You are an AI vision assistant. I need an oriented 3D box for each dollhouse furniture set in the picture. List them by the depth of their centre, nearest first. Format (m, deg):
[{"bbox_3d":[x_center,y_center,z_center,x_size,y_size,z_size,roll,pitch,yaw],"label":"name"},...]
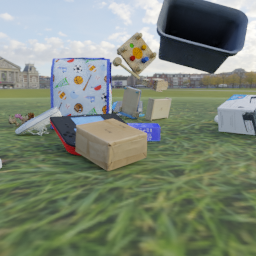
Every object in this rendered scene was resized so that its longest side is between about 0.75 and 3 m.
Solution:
[{"bbox_3d":[0.866,-1.642,14.828,2.400,2.266,1.566,21,19,36],"label":"dollhouse furniture set"}]

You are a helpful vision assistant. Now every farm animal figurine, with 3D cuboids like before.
[{"bbox_3d":[-4.420,-0.294,11.790,1.025,0.535,1.014,-9,-3,-9],"label":"farm animal figurine"}]

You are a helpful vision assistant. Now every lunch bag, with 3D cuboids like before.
[{"bbox_3d":[-1.809,-1.403,11.229,2.377,2.796,1.731,-1,9,-1],"label":"lunch bag"}]

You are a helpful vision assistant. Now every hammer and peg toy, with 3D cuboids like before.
[{"bbox_3d":[0.278,-3.672,14.813,2.517,1.851,0.887,-48,17,-25],"label":"hammer and peg toy"}]

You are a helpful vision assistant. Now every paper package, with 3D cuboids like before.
[{"bbox_3d":[-0.367,0.311,6.028,1.162,0.631,1.219,-12,24,-42],"label":"paper package"}]

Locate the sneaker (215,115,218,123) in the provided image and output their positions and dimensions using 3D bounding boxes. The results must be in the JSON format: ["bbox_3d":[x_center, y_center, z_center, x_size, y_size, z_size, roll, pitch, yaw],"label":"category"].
[{"bbox_3d":[4.639,-0.541,11.773,0.804,0.945,2.135,-8,11,-37],"label":"sneaker"}]

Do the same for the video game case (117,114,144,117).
[{"bbox_3d":[0.116,-0.754,16.219,1.367,0.122,0.978,6,9,37],"label":"video game case"}]

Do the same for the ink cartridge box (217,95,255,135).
[{"bbox_3d":[4.629,-0.483,9.923,2.326,0.979,1.682,7,27,40],"label":"ink cartridge box"}]

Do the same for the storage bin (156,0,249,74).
[{"bbox_3d":[2.262,-3.053,9.379,2.702,1.967,1.815,16,-19,2],"label":"storage bin"}]

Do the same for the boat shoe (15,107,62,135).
[{"bbox_3d":[-3.019,-0.057,9.722,1.657,0.706,0.612,-30,18,-6],"label":"boat shoe"}]

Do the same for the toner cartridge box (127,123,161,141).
[{"bbox_3d":[-0.050,0.118,8.871,2.076,0.448,0.986,1,7,1],"label":"toner cartridge box"}]

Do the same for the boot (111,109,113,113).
[{"bbox_3d":[-2.108,-1.002,15.541,2.414,0.874,1.741,11,10,15],"label":"boot"}]

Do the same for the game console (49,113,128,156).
[{"bbox_3d":[-0.870,0.057,7.553,2.088,0.324,1.847,-4,32,-31],"label":"game console"}]

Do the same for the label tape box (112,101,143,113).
[{"bbox_3d":[-0.383,-1.277,17.312,2.279,0.721,1.644,-1,2,-11],"label":"label tape box"}]

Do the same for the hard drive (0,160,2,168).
[{"bbox_3d":[-3.345,0.661,5.935,1.008,0.204,1.529,-5,9,-32],"label":"hard drive"}]
